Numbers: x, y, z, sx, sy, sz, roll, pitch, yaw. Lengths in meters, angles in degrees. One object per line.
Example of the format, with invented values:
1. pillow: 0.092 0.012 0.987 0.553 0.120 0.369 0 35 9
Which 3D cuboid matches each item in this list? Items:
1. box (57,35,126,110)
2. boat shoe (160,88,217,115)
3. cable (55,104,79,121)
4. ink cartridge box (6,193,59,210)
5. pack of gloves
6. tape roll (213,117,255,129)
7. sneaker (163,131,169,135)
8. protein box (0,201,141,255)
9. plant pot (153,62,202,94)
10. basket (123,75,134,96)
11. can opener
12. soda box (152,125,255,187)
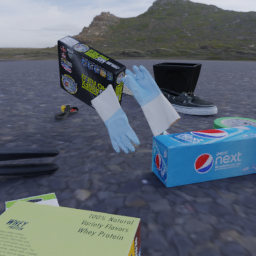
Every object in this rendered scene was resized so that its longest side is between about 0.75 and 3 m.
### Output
1. box: -1.177 -1.549 8.687 2.285 1.830 0.506 33 50 19
2. boat shoe: 2.373 -1.137 11.843 2.894 0.819 0.993 15 23 41
3. cable: -2.404 -0.538 11.065 0.747 0.387 1.539 16 29 -5
4. ink cartridge box: -1.369 1.437 4.140 0.801 0.411 1.084 -7 17 -21
5. pack of gloves: -0.003 -0.453 5.924 0.356 1.516 1.805 31 26 -55
6. tape roll: 3.507 0.029 8.807 1.572 0.378 1.572 0 16 0
7. sneaker: 1.269 0.317 8.076 0.530 0.294 0.757 2 26 2
8. protein box: -0.761 1.586 2.561 1.508 1.025 1.519 4 17 13
9. plant pot: 2.505 -2.358 14.228 2.008 1.781 2.003 7 19 25
10. basket: 0.413 -2.446 15.797 1.260 1.022 1.271 -10 20 -29
11. can opener: -2.725 0.713 5.819 2.558 0.811 1.005 -6 17 -18
12. soda box: 1.876 0.559 6.178 2.598 0.881 0.833 -6 18 -17
